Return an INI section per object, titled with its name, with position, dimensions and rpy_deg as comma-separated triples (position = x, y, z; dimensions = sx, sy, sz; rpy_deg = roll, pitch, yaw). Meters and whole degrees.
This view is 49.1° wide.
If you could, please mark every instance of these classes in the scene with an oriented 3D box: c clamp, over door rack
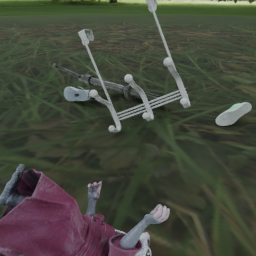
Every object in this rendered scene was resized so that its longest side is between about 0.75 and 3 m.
[c clamp]
position = -0.340, -1.121, 7.995
dimensions = 2.931, 0.397, 2.504
rpy_deg = 21, 6, 39
[over door rack]
position = 0.027, -1.397, 6.200
dimensions = 1.946, 2.634, 0.877
rpy_deg = -19, -3, 21

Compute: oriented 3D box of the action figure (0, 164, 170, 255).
[action figure]
position = -0.470, 1.155, 2.797
dimensions = 1.385, 1.860, 1.246
rpy_deg = -62, 18, -19

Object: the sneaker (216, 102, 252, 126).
[sneaker]
position = 2.665, -0.340, 7.272
dimensions = 0.955, 0.352, 0.564
rpy_deg = -28, 3, 1

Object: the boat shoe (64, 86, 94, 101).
[boat shoe]
position = -1.478, -1.046, 8.591
dimensions = 1.250, 0.462, 0.427
rpy_deg = 5, 7, 43
